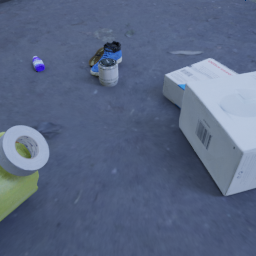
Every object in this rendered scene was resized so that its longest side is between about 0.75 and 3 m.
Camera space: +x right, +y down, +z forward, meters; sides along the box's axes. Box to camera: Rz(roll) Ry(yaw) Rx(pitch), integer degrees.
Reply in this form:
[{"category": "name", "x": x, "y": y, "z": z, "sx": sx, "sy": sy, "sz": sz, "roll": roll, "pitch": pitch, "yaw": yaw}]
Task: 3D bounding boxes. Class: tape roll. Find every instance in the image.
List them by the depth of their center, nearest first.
[{"category": "tape roll", "x": -2.187, "y": 0.470, "z": 5.859, "sx": 1.034, "sy": 0.342, "sz": 1.034, "roll": 33, "pitch": 39, "yaw": -31}]

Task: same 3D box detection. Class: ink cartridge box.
[{"category": "ink cartridge box", "x": 2.677, "y": -1.550, "z": 10.288, "sx": 2.254, "sy": 0.968, "sz": 1.651, "roll": -22, "pitch": 48, "yaw": -24}]

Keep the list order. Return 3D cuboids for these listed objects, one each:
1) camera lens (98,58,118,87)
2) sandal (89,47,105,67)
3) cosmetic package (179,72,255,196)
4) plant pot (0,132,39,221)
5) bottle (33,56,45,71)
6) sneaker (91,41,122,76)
[{"category": "camera lens", "x": -0.774, "y": -2.203, "z": 11.014, "sx": 0.768, "sy": 0.960, "sz": 0.768, "roll": 0, "pitch": 42, "yaw": 0}, {"category": "sandal", "x": -1.196, "y": -3.181, "z": 12.561, "sx": 0.598, "sy": 0.402, "sz": 1.490, "roll": 22, "pitch": 61, "yaw": 30}, {"category": "cosmetic package", "x": 3.464, "y": -0.036, "z": 7.995, "sx": 2.949, "sy": 1.813, "sz": 2.940, "roll": -11, "pitch": 44, "yaw": -12}, {"category": "plant pot", "x": -3.502, "y": 1.314, "z": 6.259, "sx": 2.657, "sy": 2.657, "sz": 2.443, "roll": 27, "pitch": 38, "yaw": 27}, {"category": "bottle", "x": -3.912, "y": -2.811, "z": 12.160, "sx": 0.404, "sy": 0.316, "sz": 0.968, "roll": -18, "pitch": 45, "yaw": -19}, {"category": "sneaker", "x": -0.926, "y": -3.028, "z": 11.842, "sx": 0.732, "sy": 1.061, "sz": 1.906, "roll": 27, "pitch": 49, "yaw": 26}]
